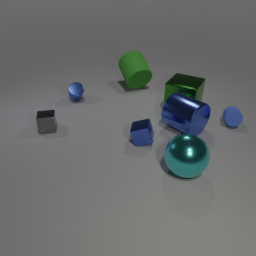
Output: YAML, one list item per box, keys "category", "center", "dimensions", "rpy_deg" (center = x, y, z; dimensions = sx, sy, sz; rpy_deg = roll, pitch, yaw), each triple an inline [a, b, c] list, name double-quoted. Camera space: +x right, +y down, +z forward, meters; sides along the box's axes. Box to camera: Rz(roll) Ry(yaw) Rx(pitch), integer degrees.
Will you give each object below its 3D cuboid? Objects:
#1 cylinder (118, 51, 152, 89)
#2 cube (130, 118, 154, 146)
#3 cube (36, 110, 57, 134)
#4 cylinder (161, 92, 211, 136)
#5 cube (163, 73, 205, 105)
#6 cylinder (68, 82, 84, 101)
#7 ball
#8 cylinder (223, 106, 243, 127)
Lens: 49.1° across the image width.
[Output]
- category: "cylinder"
  center: [0.367, -3.005, 14.470]
  dimensions: [1.400, 1.400, 1.400]
  rpy_deg: [-12, 60, -19]
- category: "cube"
  center: [0.539, 0.164, 10.443]
  dimensions: [0.700, 0.700, 0.700]
  rpy_deg: [-12, 28, 16]
- category: "cube"
  center: [-3.271, -0.255, 11.283]
  dimensions: [0.700, 0.700, 0.700]
  rpy_deg: [-6, 31, -10]
- category: "cylinder"
  center: [2.282, -0.548, 11.070]
  dimensions: [1.400, 1.400, 1.400]
  rpy_deg: [-26, 42, -36]
- category: "cube"
  center: [2.521, -1.489, 12.604]
  dimensions: [1.400, 1.400, 1.400]
  rpy_deg: [17, 36, 23]
- category: "cylinder"
  center: [-2.479, -1.732, 13.382]
  dimensions: [0.700, 0.700, 0.700]
  rpy_deg: [-11, -11, -17]
- category: "ball"
  center: [1.853, 0.862, 8.808]
  dimensions: [1.400, 1.400, 1.400]
  rpy_deg: [0, 31, 0]
- category: "cylinder"
  center: [4.319, -0.482, 11.549]
  dimensions: [0.700, 0.700, 0.700]
  rpy_deg: [6, 20, 10]
